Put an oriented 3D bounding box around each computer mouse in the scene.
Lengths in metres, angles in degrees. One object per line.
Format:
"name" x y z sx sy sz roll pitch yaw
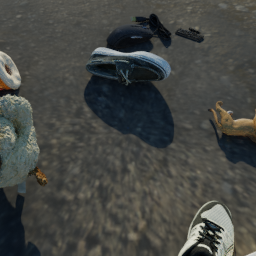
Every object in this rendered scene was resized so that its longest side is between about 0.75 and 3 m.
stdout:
"computer mouse" 0.287 -4.005 11.039 2.572 0.592 1.806 -14 52 -12

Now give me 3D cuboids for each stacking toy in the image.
"stacking toy" -4.404 -1.544 8.806 1.695 1.239 1.239 -21 50 7

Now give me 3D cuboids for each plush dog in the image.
"plush dog" -2.874 0.661 5.651 1.907 2.376 2.041 48 24 19

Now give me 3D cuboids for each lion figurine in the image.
"lion figurine" 3.166 -0.052 7.682 1.989 0.721 1.218 3 56 21

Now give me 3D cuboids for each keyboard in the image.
"keyboard" 2.471 -3.801 11.118 1.102 0.218 0.574 28 55 21

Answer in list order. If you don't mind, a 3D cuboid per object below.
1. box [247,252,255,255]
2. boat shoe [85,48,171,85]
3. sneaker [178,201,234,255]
"box" 2.799 2.699 5.024 1.876 0.951 1.055 -16 51 -13
"boat shoe" -0.070 -1.838 9.049 2.839 1.023 1.007 14 58 25
"sneaker" 1.487 2.344 5.243 0.958 1.111 2.534 21 51 19
